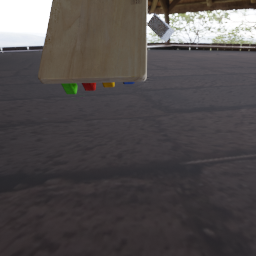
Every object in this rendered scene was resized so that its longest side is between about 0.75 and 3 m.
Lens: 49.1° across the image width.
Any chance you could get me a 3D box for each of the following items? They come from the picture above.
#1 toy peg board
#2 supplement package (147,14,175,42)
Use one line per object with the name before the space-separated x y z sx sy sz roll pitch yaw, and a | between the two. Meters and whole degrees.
toy peg board | -0.536 -1.495 5.305 1.819 1.826 0.893 0 -22 6
supplement package | 1.282 -3.972 11.106 0.959 0.546 0.525 52 27 20
